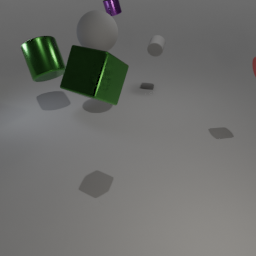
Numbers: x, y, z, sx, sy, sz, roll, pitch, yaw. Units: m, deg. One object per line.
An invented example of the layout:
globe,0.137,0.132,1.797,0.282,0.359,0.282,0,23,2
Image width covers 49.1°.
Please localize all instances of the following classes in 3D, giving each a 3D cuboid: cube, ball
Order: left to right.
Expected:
cube,-0.523,-0.825,4.469,0.700,0.700,0.700,19,3,27
ball,-1.038,-3.237,9.491,1.400,1.400,1.400,0,31,0

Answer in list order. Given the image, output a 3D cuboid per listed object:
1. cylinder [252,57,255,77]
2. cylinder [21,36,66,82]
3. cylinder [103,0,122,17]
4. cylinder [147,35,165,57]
cylinder,3.964,-1.738,7.827,0.700,0.700,0.700,-14,31,7
cylinder,-3.344,-2.731,11.191,1.400,1.400,1.400,-20,2,1
cylinder,-0.705,-5.488,12.651,0.700,0.700,0.700,-14,31,9
cylinder,1.276,-3.680,12.557,0.700,0.700,0.700,8,47,13
